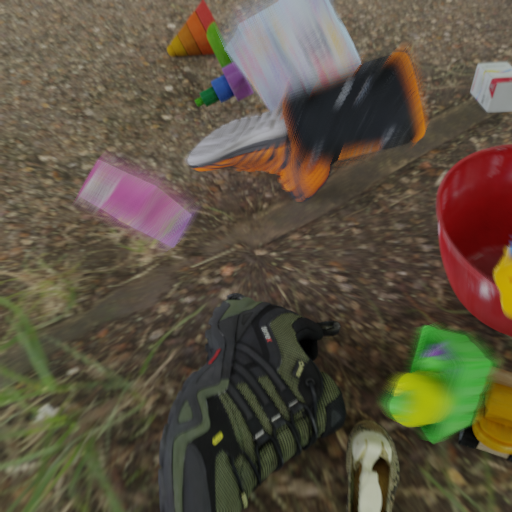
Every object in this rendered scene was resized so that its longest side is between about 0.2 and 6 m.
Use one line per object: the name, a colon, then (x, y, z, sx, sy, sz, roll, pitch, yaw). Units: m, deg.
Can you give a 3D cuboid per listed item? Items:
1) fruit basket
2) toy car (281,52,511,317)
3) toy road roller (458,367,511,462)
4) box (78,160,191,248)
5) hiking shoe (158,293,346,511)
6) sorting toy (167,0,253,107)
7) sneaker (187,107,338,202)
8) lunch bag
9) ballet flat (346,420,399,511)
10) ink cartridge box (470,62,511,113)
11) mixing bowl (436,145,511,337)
fruit basket: (1.847, 1.436, 6.078, 1.216, 1.216, 0.877, -10, 30, -10)
toy car: (1.775, -0.770, 6.499, 1.147, 1.690, 3.446, -32, 92, -51)
toy road roller: (2.868, 1.704, 6.466, 0.753, 0.894, 1.225, 16, 46, 16)
box: (-1.498, -0.635, 7.057, 0.934, 1.062, 0.513, 25, 85, 21)
hiking shoe: (0.086, 1.765, 6.096, 1.742, 1.310, 3.460, 5, 43, 10)
sorting toy: (-1.251, -4.522, 13.021, 1.441, 1.451, 4.185, -26, 43, 6)
sneaker: (0.201, -1.589, 9.773, 2.864, 1.604, 1.111, -8, 40, 36)
lunch bag: (0.658, -3.578, 9.716, 1.856, 1.573, 1.180, -14, 41, 36)
ballet flat: (1.220, 2.384, 5.925, 0.582, 0.646, 1.716, 3, 43, 12)
ink cartridge box: (5.283, -3.702, 12.273, 0.712, 0.715, 0.984, -5, 44, -5)
mixing bowl: (3.744, 0.037, 7.594, 2.952, 1.599, 2.952, 0, 51, 0)
